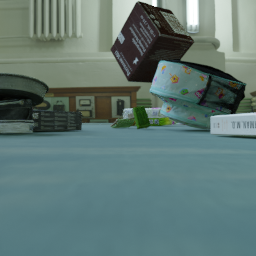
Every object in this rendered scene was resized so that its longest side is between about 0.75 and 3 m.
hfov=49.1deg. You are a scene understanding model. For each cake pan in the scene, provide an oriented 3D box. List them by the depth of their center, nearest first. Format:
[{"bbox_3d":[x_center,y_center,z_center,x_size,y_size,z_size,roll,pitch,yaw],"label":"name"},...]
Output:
[{"bbox_3d":[-1.936,-0.571,4.594,1.236,0.227,1.236,-4,-11,-1],"label":"cake pan"}]

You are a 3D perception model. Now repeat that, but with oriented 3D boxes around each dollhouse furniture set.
[{"bbox_3d":[0.118,-0.078,7.596,0.709,0.548,1.419,-9,-14,-27],"label":"dollhouse furniture set"}]

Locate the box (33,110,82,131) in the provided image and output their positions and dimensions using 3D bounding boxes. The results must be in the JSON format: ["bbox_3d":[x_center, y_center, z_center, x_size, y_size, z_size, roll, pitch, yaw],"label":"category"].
[{"bbox_3d":[-2.035,-0.157,5.859,1.700,0.423,1.341,0,2,-41],"label":"box"}]

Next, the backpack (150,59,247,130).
[{"bbox_3d":[1.347,-0.750,6.115,1.780,1.364,1.564,24,8,-9],"label":"backpack"}]

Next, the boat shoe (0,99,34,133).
[{"bbox_3d":[-2.440,-0.238,4.183,1.948,0.665,0.719,0,1,-18],"label":"boat shoe"}]

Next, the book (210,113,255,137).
[{"bbox_3d":[2.037,-0.077,3.092,1.254,0.451,1.877,-3,1,-25],"label":"book"}]

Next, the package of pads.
[{"bbox_3d":[1.052,-0.530,13.474,1.926,0.850,2.493,1,1,26],"label":"package of pads"}]

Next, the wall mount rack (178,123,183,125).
[{"bbox_3d":[3.448,-0.545,12.052,2.557,0.953,2.221,1,1,6],"label":"wall mount rack"}]

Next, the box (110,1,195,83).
[{"bbox_3d":[0.672,-2.460,8.341,1.446,1.461,1.761,-5,-34,-39],"label":"box"}]
